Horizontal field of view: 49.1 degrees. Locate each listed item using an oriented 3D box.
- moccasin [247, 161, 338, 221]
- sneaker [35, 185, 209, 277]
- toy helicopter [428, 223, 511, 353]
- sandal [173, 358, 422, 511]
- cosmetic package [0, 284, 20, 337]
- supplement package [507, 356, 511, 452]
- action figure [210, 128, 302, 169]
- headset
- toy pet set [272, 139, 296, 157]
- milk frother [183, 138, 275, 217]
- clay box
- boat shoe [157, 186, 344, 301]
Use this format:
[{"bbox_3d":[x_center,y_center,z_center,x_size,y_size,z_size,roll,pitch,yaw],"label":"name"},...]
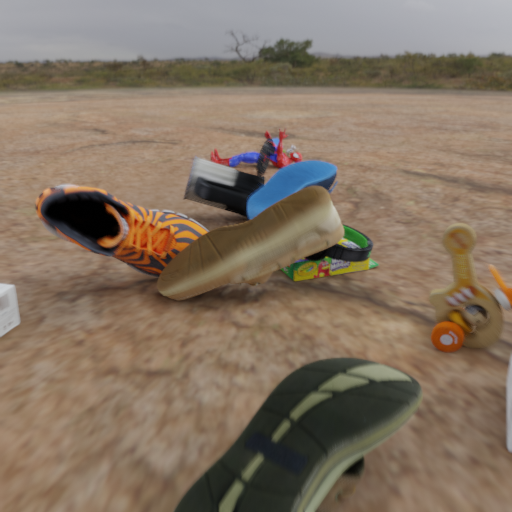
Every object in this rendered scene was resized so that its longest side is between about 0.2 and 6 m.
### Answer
[{"bbox_3d":[0.595,-1.001,10.193,1.047,0.887,2.602,21,38,33],"label":"moccasin"},{"bbox_3d":[-1.689,-0.237,7.791,2.730,1.059,1.529,14,2,-20],"label":"sneaker"},{"bbox_3d":[2.498,0.362,6.444,1.023,1.546,0.610,-5,19,29],"label":"toy helicopter"},{"bbox_3d":[0.337,1.647,4.415,2.530,0.722,1.005,-34,38,-31],"label":"sandal"},{"bbox_3d":[-3.444,0.682,7.010,0.673,0.560,0.563,6,22,13],"label":"cosmetic package"},{"bbox_3d":[2.819,1.227,5.167,0.848,0.842,1.117,8,22,21],"label":"supplement package"},{"bbox_3d":[0.036,-3.190,16.323,2.644,1.308,0.863,5,22,6],"label":"action figure"},{"bbox_3d":[0.889,-0.234,8.661,1.768,0.831,1.092,18,23,1],"label":"headset"},{"bbox_3d":[0.730,-3.561,18.205,0.967,0.550,1.036,-19,27,-41],"label":"toy pet set"},{"bbox_3d":[-0.524,-1.681,11.119,1.481,1.574,1.421,15,-1,-10],"label":"milk frother"},{"bbox_3d":[1.130,-0.008,9.087,1.547,0.368,0.889,-9,24,-20],"label":"clay box"},{"bbox_3d":[-0.082,0.037,7.807,2.715,0.876,0.967,-25,32,10],"label":"boat shoe"}]
